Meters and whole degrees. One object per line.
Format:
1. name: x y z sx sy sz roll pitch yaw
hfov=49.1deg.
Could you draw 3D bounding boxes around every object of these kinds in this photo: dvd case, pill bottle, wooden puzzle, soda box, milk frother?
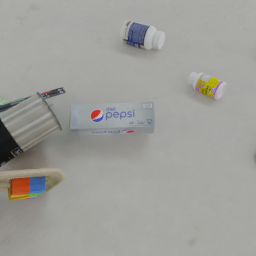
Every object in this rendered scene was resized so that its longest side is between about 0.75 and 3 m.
1. dvd case: -2.683 -0.717 7.403 1.868 0.206 1.364 -20 13 -24
2. pill bottle: 2.427 -1.351 8.692 1.112 0.579 0.579 32 54 29
3. pill bottle: 0.557 -3.446 10.515 1.542 0.856 0.856 21 50 19
4. wooden puzzle: -2.349 1.143 5.218 2.026 1.877 0.469 4 70 -25
5. soda box: -0.381 -0.225 7.222 2.122 0.724 0.673 -2 75 2
6. milk frother: -2.789 -0.242 6.522 1.723 1.653 1.831 -34 95 -19

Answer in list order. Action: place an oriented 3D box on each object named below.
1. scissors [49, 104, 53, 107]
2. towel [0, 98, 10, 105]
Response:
1. scissors: -3.477 -0.236 7.879 0.992 0.189 2.712 33 56 30
2. towel: -4.009 -0.608 8.282 0.666 0.137 0.893 21 50 18
